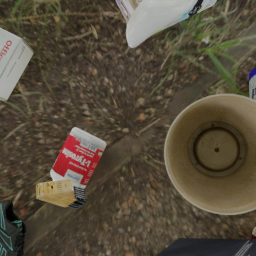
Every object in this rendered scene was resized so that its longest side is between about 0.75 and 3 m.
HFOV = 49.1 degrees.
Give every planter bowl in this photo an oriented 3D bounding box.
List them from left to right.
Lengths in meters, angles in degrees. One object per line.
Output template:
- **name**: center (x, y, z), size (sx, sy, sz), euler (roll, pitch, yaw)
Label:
- **planter bowl**: center (2.488, 0.625, 7.606), size (2.890, 1.945, 2.890), euler (0, 90, 11)

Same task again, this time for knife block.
- **knife block**: center (-1.164, 1.235, 4.992), size (0.835, 0.733, 0.267), euler (-7, 46, -14)

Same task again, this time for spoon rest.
- **spoon rest**: center (0.715, -2.477, 5.763), size (0.767, 2.529, 1.256), euler (31, 66, -16)

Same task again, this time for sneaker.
- **sneaker**: center (-3.389, 3.275, 7.979), size (0.995, 0.947, 2.510), euler (-25, 85, -4)

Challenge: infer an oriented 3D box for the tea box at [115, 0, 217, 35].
- **tea box**: center (0.885, -4.727, 8.209), size (2.905, 1.973, 2.953), euler (-27, 85, -1)

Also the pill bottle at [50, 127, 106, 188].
- **pill bottle**: center (-1.524, 1.073, 8.101), size (1.110, 1.110, 1.978), euler (26, 85, 2)

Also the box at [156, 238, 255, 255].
- **box**: center (2.301, 4.286, 6.915), size (2.643, 1.642, 2.665), euler (-18, 83, 41)

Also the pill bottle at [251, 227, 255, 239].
- **pill bottle**: center (4.031, 3.592, 7.740), size (1.338, 1.338, 2.370), euler (18, 85, 2)

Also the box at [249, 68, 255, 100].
- **box**: center (4.467, -0.611, 7.568), size (1.366, 2.394, 2.603), euler (2, 84, -4)

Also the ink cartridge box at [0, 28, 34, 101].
- **ink cartridge box**: center (-4.510, -2.234, 8.410), size (2.571, 1.125, 1.868), euler (26, 86, 4)
